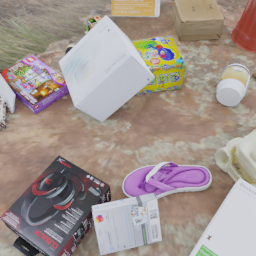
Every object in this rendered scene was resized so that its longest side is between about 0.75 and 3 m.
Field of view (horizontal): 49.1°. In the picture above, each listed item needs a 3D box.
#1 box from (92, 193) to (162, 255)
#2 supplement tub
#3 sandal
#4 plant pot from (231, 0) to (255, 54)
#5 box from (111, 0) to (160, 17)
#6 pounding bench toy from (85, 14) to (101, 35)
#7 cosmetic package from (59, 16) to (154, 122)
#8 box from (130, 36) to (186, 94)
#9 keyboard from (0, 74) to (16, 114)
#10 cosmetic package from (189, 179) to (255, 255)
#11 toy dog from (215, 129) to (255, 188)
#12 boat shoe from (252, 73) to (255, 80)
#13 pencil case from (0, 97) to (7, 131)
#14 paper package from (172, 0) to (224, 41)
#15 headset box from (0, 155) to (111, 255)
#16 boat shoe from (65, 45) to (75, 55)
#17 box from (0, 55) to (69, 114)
[{"bbox_3d":[-0.010,2.385,6.968,1.595,1.244,0.328,-11,15,-9],"label":"box"},{"bbox_3d":[3.833,-1.571,10.248,1.008,1.008,1.396,21,53,16],"label":"supplement tub"},{"bbox_3d":[1.124,1.395,8.089,2.639,0.648,1.074,-8,52,-6],"label":"sandal"},{"bbox_3d":[5.974,-4.835,12.041,2.387,2.322,2.387,0,51,0],"label":"plant pot"},{"bbox_3d":[0.309,-5.087,9.476,1.531,2.461,1.200,5,22,12],"label":"box"},{"bbox_3d":[-1.618,-4.648,12.946,1.110,0.690,0.866,-23,55,-18],"label":"pounding bench toy"},{"bbox_3d":[-0.824,-1.998,9.589,2.426,1.496,2.434,-39,53,17],"label":"cosmetic package"},{"bbox_3d":[1.007,-2.458,10.872,1.852,1.173,1.923,-9,51,-6],"label":"box"},{"bbox_3d":[-4.856,-1.704,10.512,0.154,0.813,2.888,-18,51,-38],"label":"keyboard"},{"bbox_3d":[2.473,2.552,6.469,1.291,1.018,2.400,31,80,23],"label":"cosmetic package"},{"bbox_3d":[4.097,0.447,7.640,2.749,2.666,1.918,-27,50,-11],"label":"toy dog"},{"bbox_3d":[5.294,-1.988,11.060,0.286,0.279,0.755,-36,60,-26],"label":"boat shoe"},{"bbox_3d":[-4.470,-0.488,9.689,0.568,0.494,1.270,-31,51,15],"label":"pencil case"},{"bbox_3d":[3.195,-5.103,13.053,2.025,1.099,2.124,-4,51,-3],"label":"paper package"},{"bbox_3d":[-1.850,2.179,7.281,1.808,0.912,2.433,27,56,20],"label":"headset box"},{"bbox_3d":[-1.348,-2.688,11.290,2.509,0.918,0.786,12,67,6],"label":"boat shoe"},{"bbox_3d":[-3.601,-1.742,10.720,2.468,0.483,1.689,36,59,25],"label":"box"}]
